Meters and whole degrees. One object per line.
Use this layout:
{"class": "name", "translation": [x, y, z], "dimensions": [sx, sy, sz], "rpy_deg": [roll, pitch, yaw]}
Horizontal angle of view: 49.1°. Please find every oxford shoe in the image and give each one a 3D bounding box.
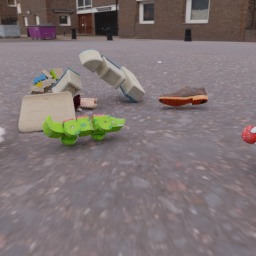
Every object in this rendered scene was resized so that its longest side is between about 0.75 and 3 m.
{"class": "oxford shoe", "translation": [1.682, -1.012, 8.678], "dimensions": [1.502, 0.548, 0.536], "rpy_deg": [-1, -19, -1]}

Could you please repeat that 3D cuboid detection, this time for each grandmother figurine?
{"class": "grandmother figurine", "translation": [-1.457, -0.777, 8.521], "dimensions": [0.982, 0.297, 0.596], "rpy_deg": [7, 60, -12]}

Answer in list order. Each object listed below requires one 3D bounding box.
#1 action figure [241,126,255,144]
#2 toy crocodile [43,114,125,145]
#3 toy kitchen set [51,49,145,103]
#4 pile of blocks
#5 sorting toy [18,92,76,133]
{"class": "action figure", "translation": [3.212, 0.282, 4.577], "dimensions": [2.635, 0.681, 0.862], "rpy_deg": [6, 2, 5]}
{"class": "toy crocodile", "translation": [-0.909, -0.037, 6.057], "dimensions": [1.788, 0.552, 0.604], "rpy_deg": [-8, -22, -25]}
{"class": "toy kitchen set", "translation": [-1.021, -1.402, 9.319], "dimensions": [2.356, 1.888, 1.388], "rpy_deg": [31, 22, -37]}
{"class": "pile of blocks", "translation": [-3.026, -1.633, 10.242], "dimensions": [0.734, 0.556, 1.788], "rpy_deg": [44, 42, 0]}
{"class": "sorting toy", "translation": [-2.125, -0.422, 7.439], "dimensions": [1.382, 0.272, 1.493], "rpy_deg": [-8, 40, -11]}
